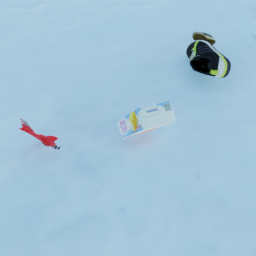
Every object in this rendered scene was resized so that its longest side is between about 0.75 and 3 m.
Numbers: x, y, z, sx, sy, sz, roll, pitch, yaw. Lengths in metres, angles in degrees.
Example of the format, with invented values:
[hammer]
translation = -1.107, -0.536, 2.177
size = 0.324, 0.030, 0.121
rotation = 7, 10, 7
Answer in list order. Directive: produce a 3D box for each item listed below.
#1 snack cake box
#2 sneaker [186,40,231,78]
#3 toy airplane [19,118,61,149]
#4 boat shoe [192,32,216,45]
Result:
[snack cake box]
translation = 0.388, -0.161, 6.631
size = 0.844, 1.468, 0.493
rotation = -17, 86, -21
[sneaker]
translation = 2.332, -2.259, 8.945
size = 0.928, 0.803, 2.241
rotation = -6, 33, -20
[toy airplane]
translation = -2.076, 0.191, 6.561
size = 1.161, 1.161, 0.214
rotation = 21, 67, 19
[boat shoe]
translation = 2.722, -3.286, 10.194
size = 1.040, 0.381, 0.337
rotation = 11, 51, -31
